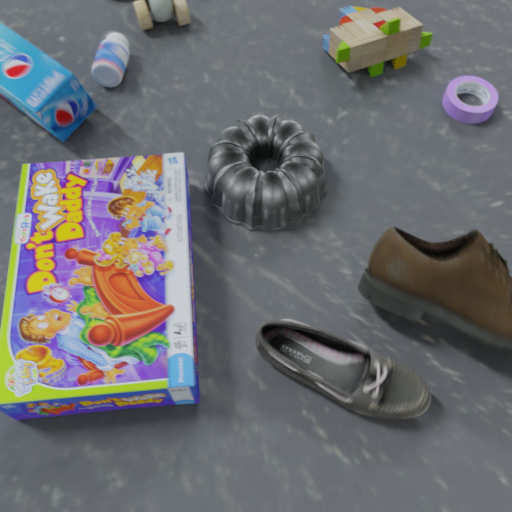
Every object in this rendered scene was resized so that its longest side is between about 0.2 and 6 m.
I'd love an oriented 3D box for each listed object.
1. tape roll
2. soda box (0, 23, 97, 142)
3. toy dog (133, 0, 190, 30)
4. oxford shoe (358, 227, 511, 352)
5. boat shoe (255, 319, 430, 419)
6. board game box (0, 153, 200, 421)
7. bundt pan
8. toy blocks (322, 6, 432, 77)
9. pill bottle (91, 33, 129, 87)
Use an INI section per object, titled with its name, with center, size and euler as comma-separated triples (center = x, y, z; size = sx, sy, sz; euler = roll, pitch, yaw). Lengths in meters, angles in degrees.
[tape roll]
center = 3.828, -2.798, 10.034
size = 0.894, 0.293, 0.894
euler = 0, 61, -1
[soda box]
center = -4.224, -3.245, 9.795
size = 2.900, 0.984, 0.931
euler = 37, 82, 19
[toy dog]
center = -2.061, -5.449, 11.067
size = 1.436, 1.049, 2.177
euler = -32, 66, -16
[oxford shoe]
center = 3.060, 0.416, 7.480
size = 3.129, 1.321, 1.137
euler = 18, 20, 6
[boat shoe]
center = 1.066, 1.467, 7.297
size = 2.420, 0.690, 0.809
euler = 20, 75, 18
[board game box]
center = -2.150, 0.298, 8.004
size = 2.480, 0.826, 3.688
euler = -5, 61, -3
[bundt pan]
center = 0.153, -1.462, 9.017
size = 2.088, 0.784, 2.088
euler = 0, 60, 1
[toy blocks]
center = 2.069, -4.216, 10.561
size = 2.012, 1.006, 1.376
euler = -22, 52, -13
[pill bottle]
center = -2.664, -3.645, 10.342
size = 0.547, 0.547, 0.975
euler = 3, 57, 2
